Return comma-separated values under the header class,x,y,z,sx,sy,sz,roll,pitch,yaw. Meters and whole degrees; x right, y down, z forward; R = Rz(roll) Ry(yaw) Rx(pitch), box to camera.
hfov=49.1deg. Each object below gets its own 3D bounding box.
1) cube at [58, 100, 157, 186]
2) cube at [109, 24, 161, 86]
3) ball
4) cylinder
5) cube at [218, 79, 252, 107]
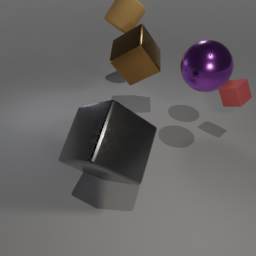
class,x,y,z,sx,sy,sz,roll,pitch,yaw
cube,-0.445,0.360,6.322,1.400,1.400,1.400,-4,62,50
cube,0.307,-2.769,10.684,1.400,1.400,1.400,-21,44,28
ball,2.150,-1.685,7.684,1.400,1.400,1.400,0,32,0
cylinder,-0.134,-5.162,12.702,1.400,1.400,1.400,33,13,-9
cube,3.603,-1.179,9.427,0.700,0.700,0.700,-35,24,-28
